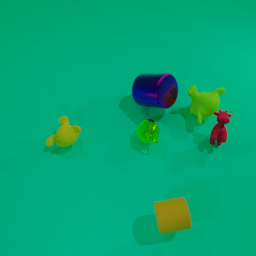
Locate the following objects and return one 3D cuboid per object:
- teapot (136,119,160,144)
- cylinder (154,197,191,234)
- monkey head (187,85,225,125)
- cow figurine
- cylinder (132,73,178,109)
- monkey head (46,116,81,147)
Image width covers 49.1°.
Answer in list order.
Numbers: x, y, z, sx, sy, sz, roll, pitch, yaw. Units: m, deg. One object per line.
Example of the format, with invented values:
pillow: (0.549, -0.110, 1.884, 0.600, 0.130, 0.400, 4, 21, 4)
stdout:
teapot: (0.624, 0.109, 8.327, 0.745, 0.587, 1.199, -48, 34, 13)
cylinder: (1.018, 2.021, 6.474, 0.715, 0.715, 0.715, -11, 54, 0)
monkey head: (2.342, -0.835, 8.708, 1.441, 1.036, 0.868, -51, 40, -13)
cow figurine: (2.669, -0.018, 8.152, 0.520, 0.947, 0.932, 9, 74, 7)
cylinder: (0.849, -1.174, 8.795, 1.062, 1.062, 1.062, 11, 48, 45)
monkey head: (-1.841, 0.097, 8.147, 1.180, 0.711, 0.849, -24, 94, 15)
